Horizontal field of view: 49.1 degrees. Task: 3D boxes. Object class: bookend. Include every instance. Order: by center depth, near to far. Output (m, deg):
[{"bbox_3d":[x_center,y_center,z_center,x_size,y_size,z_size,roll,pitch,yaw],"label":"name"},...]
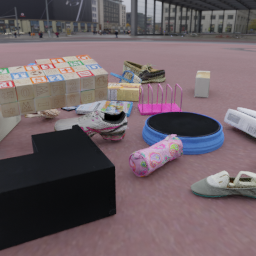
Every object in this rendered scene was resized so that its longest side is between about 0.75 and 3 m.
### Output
[{"bbox_3d":[-1.826,0.998,5.854,2.455,1.131,2.439,-10,24,-25],"label":"bookend"}]

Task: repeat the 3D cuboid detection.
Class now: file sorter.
[{"bbox_3d":[1.313,-1.235,11.635,1.691,1.060,1.175,-2,22,-4],"label":"file sorter"}]

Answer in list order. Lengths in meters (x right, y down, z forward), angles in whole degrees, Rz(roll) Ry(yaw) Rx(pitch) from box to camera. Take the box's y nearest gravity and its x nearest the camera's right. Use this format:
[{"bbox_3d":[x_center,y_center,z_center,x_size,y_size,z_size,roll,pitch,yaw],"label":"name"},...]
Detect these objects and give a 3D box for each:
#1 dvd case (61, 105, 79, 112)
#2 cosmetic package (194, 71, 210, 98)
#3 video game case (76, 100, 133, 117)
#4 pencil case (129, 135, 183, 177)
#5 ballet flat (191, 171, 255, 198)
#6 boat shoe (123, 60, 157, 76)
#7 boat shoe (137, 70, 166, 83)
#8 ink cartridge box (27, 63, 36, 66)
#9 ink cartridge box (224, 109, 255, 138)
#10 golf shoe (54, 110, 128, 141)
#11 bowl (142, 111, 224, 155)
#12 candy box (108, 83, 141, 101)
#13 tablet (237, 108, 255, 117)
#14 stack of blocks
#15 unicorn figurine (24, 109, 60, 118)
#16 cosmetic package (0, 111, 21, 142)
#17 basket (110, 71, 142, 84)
[{"bbox_3d":[-2.419,-0.890,12.112,0.579,0.071,0.812,20,29,38],"label":"dvd case"},{"bbox_3d":[3.825,-2.277,14.369,0.688,1.018,1.936,5,24,14],"label":"cosmetic package"},{"bbox_3d":[-0.942,-0.864,11.795,2.163,0.193,1.548,4,22,5],"label":"video game case"},{"bbox_3d":[0.768,0.681,7.276,0.708,0.708,1.619,20,30,41],"label":"pencil case"},{"bbox_3d":[2.286,1.192,6.163,1.759,0.560,0.593,2,22,7],"label":"ballet flat"},{"bbox_3d":[0.840,-3.873,18.512,2.908,0.912,1.066,14,25,31],"label":"boat shoe"},{"bbox_3d":[1.124,-3.138,16.838,2.387,0.774,0.874,-8,23,-19],"label":"boat shoe"},{"bbox_3d":[-3.321,-2.203,13.328,2.763,1.605,0.929,0,22,0],"label":"ink cartridge box"},{"bbox_3d":[4.756,0.024,9.484,2.309,0.578,1.858,11,15,-25],"label":"ink cartridge box"},{"bbox_3d":[-1.106,-0.185,8.501,2.205,1.015,0.801,0,39,-14],"label":"golf shoe"},{"bbox_3d":[1.774,0.054,9.115,2.624,0.515,2.624,0,22,0],"label":"bowl"},{"bbox_3d":[-0.498,-1.781,13.626,2.185,0.604,1.261,3,22,7],"label":"candy box"},{"bbox_3d":[4.822,-0.223,9.148,1.488,0.156,2.287,11,14,-20],"label":"tablet"},{"bbox_3d":[-2.250,-1.311,8.108,2.948,0.863,1.697,-13,37,-25],"label":"stack of blocks"},{"bbox_3d":[-3.502,-0.882,11.214,1.698,0.913,2.473,-5,34,-39],"label":"unicorn figurine"},{"bbox_3d":[-4.717,-0.227,9.106,1.496,1.056,2.890,-1,21,-3],"label":"cosmetic package"},{"bbox_3d":[-0.116,-2.537,14.782,1.464,1.019,1.291,24,8,-31],"label":"basket"}]
